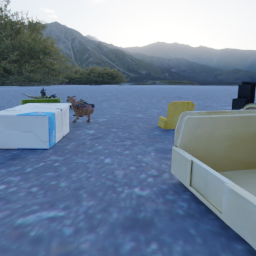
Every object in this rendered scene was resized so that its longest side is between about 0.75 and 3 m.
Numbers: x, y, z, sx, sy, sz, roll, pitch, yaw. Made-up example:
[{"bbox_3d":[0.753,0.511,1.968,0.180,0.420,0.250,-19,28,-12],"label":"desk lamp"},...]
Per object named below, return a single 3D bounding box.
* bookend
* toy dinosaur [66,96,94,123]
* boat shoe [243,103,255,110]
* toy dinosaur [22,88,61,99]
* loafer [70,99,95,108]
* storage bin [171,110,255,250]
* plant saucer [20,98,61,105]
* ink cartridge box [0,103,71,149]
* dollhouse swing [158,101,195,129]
[{"bbox_3d":[5.736,-1.486,14.067,0.758,1.635,1.646,10,16,40],"label":"bookend"},{"bbox_3d":[-1.801,-0.759,11.353,1.489,1.009,0.639,1,36,-44],"label":"toy dinosaur"},{"bbox_3d":[5.038,-0.097,9.325,2.551,0.918,0.861,16,51,32],"label":"boat shoe"},{"bbox_3d":[-4.778,-1.829,16.170,2.364,0.561,1.042,10,-24,-43],"label":"toy dinosaur"},{"bbox_3d":[-2.692,-1.391,16.310,1.652,0.580,0.561,5,12,25],"label":"loafer"},{"bbox_3d":[2.499,0.533,4.379,2.850,1.345,2.871,-2,12,-13],"label":"storage bin"},{"bbox_3d":[-3.348,-0.522,10.970,1.578,0.378,1.576,-4,44,-20],"label":"plant saucer"},{"bbox_3d":[-2.876,-0.165,8.907,1.696,0.977,2.929,0,11,2],"label":"ink cartridge box"},{"bbox_3d":[1.856,-0.538,10.670,1.211,1.064,1.100,-3,12,-10],"label":"dollhouse swing"}]
